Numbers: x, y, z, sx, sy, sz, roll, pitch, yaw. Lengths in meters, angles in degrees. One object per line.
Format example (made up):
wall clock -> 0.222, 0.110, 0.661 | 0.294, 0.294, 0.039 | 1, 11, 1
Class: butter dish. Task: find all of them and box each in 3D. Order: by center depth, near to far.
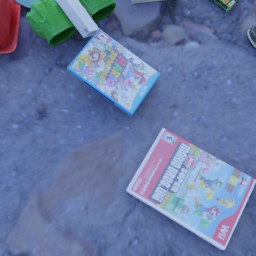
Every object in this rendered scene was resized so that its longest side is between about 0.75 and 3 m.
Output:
butter dish -> -4.391, -3.387, 7.960 | 2.241, 1.656, 2.235 | -1, 67, -9

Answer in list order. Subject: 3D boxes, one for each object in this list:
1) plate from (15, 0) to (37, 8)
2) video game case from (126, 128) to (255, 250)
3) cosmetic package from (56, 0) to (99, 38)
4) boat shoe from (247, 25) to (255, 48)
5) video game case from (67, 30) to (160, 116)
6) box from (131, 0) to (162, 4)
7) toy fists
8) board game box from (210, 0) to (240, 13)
plate -> -2.948, -4.756, 9.174 | 1.938, 0.248, 1.938 | 2, 71, -6
video game case -> 1.641, 1.502, 7.308 | 2.790, 0.243, 1.995 | 30, 75, 9
cosmetic package -> -1.474, -3.311, 8.189 | 1.355, 0.343, 0.559 | 53, 37, -5
boat shoe -> 4.406, -2.464, 8.364 | 0.673, 0.619, 1.882 | -33, 75, -10
video game case -> -0.365, -1.572, 7.884 | 2.178, 0.194, 1.558 | 36, 72, -4
box -> 0.887, -4.599, 9.023 | 1.656, 0.644, 0.786 | -9, 73, -2
toy fists -> -1.754, -3.677, 8.610 | 2.695, 0.927, 1.374 | -34, 89, -11
board game box -> 3.656, -5.152, 9.393 | 1.431, 0.320, 2.731 | 42, 77, 14
